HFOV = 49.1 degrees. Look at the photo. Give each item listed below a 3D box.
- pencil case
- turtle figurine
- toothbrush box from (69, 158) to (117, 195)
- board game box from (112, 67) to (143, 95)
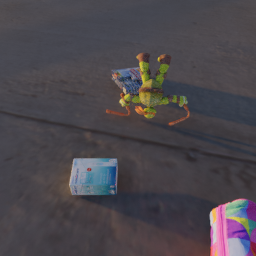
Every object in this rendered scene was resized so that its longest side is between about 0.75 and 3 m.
[{"bbox_3d":[1.960,2.490,4.811,1.148,1.148,2.597,8,37,9],"label":"pencil case"},{"bbox_3d":[0.602,-1.210,8.703,2.650,2.137,0.853,3,-5,14],"label":"turtle figurine"},{"bbox_3d":[-0.818,1.190,6.888,1.098,0.468,0.804,0,45,2],"label":"toothbrush box"},{"bbox_3d":[0.294,-1.865,10.637,1.400,0.432,1.400,-18,43,-19],"label":"board game box"}]
